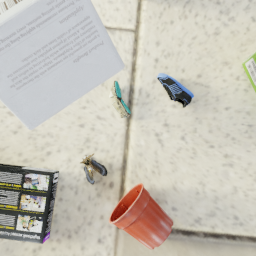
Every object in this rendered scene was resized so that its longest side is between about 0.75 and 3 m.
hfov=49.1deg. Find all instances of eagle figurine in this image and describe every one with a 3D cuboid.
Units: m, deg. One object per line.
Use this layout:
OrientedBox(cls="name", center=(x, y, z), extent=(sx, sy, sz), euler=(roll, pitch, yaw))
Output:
OrientedBox(cls="eagle figurine", center=(-1.089, 1.222, 8.416), extent=(0.610, 0.607, 0.804), euler=(-15, 120, 37))

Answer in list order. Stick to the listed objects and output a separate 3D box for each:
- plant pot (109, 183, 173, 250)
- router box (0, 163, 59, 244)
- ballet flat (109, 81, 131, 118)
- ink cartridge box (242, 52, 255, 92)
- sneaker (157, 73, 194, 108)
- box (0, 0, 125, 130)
OrientedBox(cls="plant pot", center=(0.431, 2.539, 7.860), extent=(1.370, 1.409, 1.409), euler=(43, 86, -4))
OrientedBox(cls="router box", center=(-3.561, 2.091, 8.155), extent=(2.737, 0.699, 2.041), euler=(8, 84, 1))
OrientedBox(cls="ballet flat", center=(-0.329, -0.855, 8.659), extent=(0.450, 0.405, 1.195), euler=(-24, 86, 20))
OrientedBox(cls="ink cartridge box", center=(5.217, -1.756, 8.395), extent=(2.725, 1.032, 2.014), euler=(-23, 85, -1))
OrientedBox(cls="sneaker", center=(1.383, -1.156, 8.619), extent=(1.321, 0.463, 0.514), euler=(35, 78, 2))
OrientedBox(cls="box", center=(-1.824, -1.783, 5.849), extent=(2.382, 2.051, 2.394), euler=(-34, 41, -3))
